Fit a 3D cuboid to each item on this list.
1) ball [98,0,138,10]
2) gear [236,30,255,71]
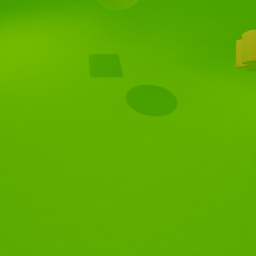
[{"bbox_3d":[-0.260,-3.687,6.957,1.397,1.397,1.397,0,42,0],"label":"ball"},{"bbox_3d":[2.127,-0.881,3.049,1.744,0.323,1.744,-1,5,0],"label":"gear"}]
